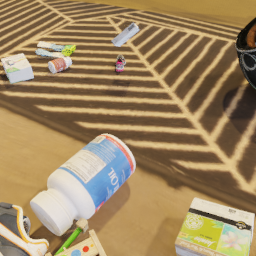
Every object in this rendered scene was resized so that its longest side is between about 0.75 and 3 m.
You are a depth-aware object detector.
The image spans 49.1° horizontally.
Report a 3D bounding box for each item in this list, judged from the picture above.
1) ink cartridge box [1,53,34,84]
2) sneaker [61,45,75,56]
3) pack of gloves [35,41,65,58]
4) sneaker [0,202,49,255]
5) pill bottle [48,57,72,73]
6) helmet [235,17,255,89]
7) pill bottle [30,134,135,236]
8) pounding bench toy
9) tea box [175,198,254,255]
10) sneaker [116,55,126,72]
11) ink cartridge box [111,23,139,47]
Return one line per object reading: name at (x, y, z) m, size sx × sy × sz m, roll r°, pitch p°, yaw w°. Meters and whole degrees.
ink cartridge box at (-4.286, -2.320, 10.845) m, size 0.890 × 0.536 × 1.225 m, roll -21°, pitch 44°, yaw -21°
sneaker at (-2.647, -3.395, 12.244) m, size 0.378 × 0.335 × 0.905 m, roll 14°, pitch 34°, yaw 18°
pack of gloves at (-3.365, -3.356, 12.311) m, size 1.277 × 0.252 × 1.073 m, roll 9°, pitch 42°, yaw -6°
sneaker at (-2.682, 1.986, 5.650) m, size 2.606 × 1.022 × 1.035 m, roll 31°, pitch 49°, yaw 25°
pill bottle at (-2.689, -2.531, 11.127) m, size 0.852 × 0.478 × 0.478 m, roll -31°, pitch 50°, yaw -30°
helmet at (5.239, -2.284, 9.045) m, size 2.989 × 2.850 × 2.989 m, roll -39°, pitch 26°, yaw 23°
pill bottle at (-0.972, 1.237, 6.292) m, size 1.277 × 1.277 × 2.275 m, roll 28°, pitch 50°, yaw 28°
pounding bench toy at (-1.022, 2.470, 5.212) m, size 1.053 × 0.839 × 1.351 m, roll -21°, pitch 46°, yaw -21°
tea box at (1.695, 2.171, 5.422) m, size 1.201 × 0.803 × 1.182 m, roll 9°, pitch 41°, yaw 29°
sneaker at (-0.297, -2.713, 11.391) m, size 0.429 × 0.397 × 1.064 m, roll -1°, pitch 41°, yaw -1°
ink cartridge box at (-0.070, -3.311, 9.992) m, size 1.001 × 0.218 × 0.869 m, roll -36°, pitch 6°, yaw 16°
